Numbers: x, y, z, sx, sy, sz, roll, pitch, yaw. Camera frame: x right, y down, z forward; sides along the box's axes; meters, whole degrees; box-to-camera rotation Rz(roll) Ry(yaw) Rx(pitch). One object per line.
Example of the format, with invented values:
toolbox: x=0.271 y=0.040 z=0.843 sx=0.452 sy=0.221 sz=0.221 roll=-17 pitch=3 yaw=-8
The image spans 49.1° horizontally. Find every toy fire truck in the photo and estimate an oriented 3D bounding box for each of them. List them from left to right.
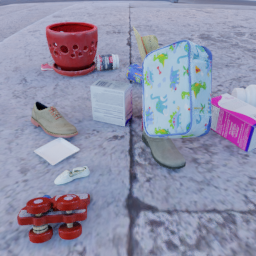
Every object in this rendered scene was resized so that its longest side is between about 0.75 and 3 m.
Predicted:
toy fire truck: x=-1.966 y=2.247 z=7.667 sx=1.825 sy=1.023 sz=1.533 roll=-3 pitch=9 yaw=-6

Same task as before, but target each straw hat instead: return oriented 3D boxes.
straw hat: x=0.849 y=-3.304 z=11.375 sx=0.851 sy=2.011 sz=2.011 roll=-15 pitch=32 yaw=7

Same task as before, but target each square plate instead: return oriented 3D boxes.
square plate: x=-2.620 y=0.868 z=10.346 sx=1.223 sy=0.174 sz=1.211 roll=26 pitch=41 yaw=34

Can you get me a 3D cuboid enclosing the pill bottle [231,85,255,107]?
pill bottle: x=5.971 y=-1.236 z=12.481 sx=2.464 sy=1.364 sz=1.364 roll=3 pitch=33 yaw=4

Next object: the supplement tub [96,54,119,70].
supplement tub: x=-1.264 y=-4.048 z=17.222 sx=1.331 sy=0.934 sz=0.934 roll=-7 pitch=34 yaw=-9

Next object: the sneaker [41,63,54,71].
sneaker: x=-4.876 y=-3.797 z=17.301 sx=0.984 sy=0.427 sz=0.363 roll=-9 pitch=34 yaw=-14

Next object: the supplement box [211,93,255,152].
supplement box: x=4.317 y=-0.296 z=11.163 sx=1.218 sy=1.244 sz=2.408 roll=-18 pitch=38 yaw=-24

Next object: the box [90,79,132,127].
box: x=-0.674 y=-1.090 z=11.964 sx=1.548 sy=1.683 sz=0.883 roll=12 pitch=35 yaw=18

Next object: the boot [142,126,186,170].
boot: x=1.173 y=0.202 z=9.992 sx=0.863 sy=1.665 sz=2.549 roll=-15 pitch=36 yaw=-22

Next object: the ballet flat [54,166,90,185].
ballet flat: x=-1.843 y=1.504 z=9.173 sx=1.181 sy=0.410 sz=0.410 roll=-14 pitch=35 yaw=-20

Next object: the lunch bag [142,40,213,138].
lunch bag: x=1.337 y=-1.043 z=8.161 sx=1.104 sy=2.678 sz=2.153 roll=3 pitch=-6 yaw=-37

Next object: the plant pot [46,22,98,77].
plant pot: x=-3.192 y=-4.657 z=16.552 sx=2.934 sy=2.671 sz=2.934 roll=0 pitch=33 yaw=0

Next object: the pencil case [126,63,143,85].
pencil case: x=1.049 y=-2.780 z=15.127 sx=2.555 sy=1.109 sz=0.997 roll=26 pitch=64 yaw=35

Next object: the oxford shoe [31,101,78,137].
oxford shoe: x=-3.071 y=-0.356 z=11.407 sx=2.586 sy=0.967 sz=0.911 roll=21 pitch=27 yaw=27
